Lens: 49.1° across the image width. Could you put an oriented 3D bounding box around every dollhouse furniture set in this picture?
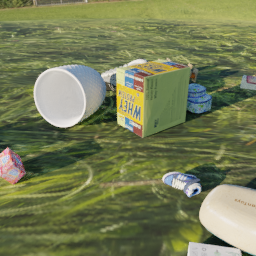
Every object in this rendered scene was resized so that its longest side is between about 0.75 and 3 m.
[{"bbox_3d":[2.110,-2.608,13.690,1.918,0.988,1.898,-11,38,-20],"label":"dollhouse furniture set"}]

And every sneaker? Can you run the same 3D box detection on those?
[{"bbox_3d":[1.213,1.269,6.211,0.819,0.330,0.599,5,22,-3],"label":"sneaker"},{"bbox_3d":[-0.226,-1.673,11.462,2.647,1.528,0.993,-20,-20,31],"label":"sneaker"}]

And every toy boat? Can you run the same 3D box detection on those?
[{"bbox_3d":[2.467,1.525,5.210,1.768,0.977,2.103,18,39,40],"label":"toy boat"}]

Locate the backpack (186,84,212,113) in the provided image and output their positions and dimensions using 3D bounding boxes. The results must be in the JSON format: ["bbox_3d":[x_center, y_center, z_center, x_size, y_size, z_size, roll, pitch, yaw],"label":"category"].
[{"bbox_3d":[2.463,-1.095,10.395,1.101,0.884,1.203,-20,37,-29],"label":"backpack"}]

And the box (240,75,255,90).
[{"bbox_3d":[5.674,-2.063,12.775,0.916,0.499,0.586,13,29,24],"label":"box"}]

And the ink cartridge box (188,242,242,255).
[{"bbox_3d":[1.263,2.406,3.924,0.839,0.331,1.688,5,25,10],"label":"ink cartridge box"}]

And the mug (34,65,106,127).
[{"bbox_3d":[-2.012,-1.115,9.693,2.530,1.868,2.218,-23,9,26],"label":"mug"}]

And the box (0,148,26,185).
[{"bbox_3d":[-2.814,0.900,6.708,0.404,0.438,0.854,-43,36,-6],"label":"box"}]

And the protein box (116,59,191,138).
[{"bbox_3d":[0.794,-1.025,9.036,1.954,1.940,1.318,-19,32,-34],"label":"protein box"}]
